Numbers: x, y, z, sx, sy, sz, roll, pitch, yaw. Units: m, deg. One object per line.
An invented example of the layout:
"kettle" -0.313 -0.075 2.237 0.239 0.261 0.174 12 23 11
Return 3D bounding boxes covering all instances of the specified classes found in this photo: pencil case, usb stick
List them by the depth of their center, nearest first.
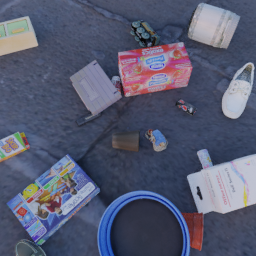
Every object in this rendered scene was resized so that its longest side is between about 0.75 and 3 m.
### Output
"pencil case" 2.968 1.293 10.715 0.395 0.431 0.951 3 61 -28
"usb stick" -1.634 -0.416 11.711 1.147 0.187 0.318 -26 65 -13

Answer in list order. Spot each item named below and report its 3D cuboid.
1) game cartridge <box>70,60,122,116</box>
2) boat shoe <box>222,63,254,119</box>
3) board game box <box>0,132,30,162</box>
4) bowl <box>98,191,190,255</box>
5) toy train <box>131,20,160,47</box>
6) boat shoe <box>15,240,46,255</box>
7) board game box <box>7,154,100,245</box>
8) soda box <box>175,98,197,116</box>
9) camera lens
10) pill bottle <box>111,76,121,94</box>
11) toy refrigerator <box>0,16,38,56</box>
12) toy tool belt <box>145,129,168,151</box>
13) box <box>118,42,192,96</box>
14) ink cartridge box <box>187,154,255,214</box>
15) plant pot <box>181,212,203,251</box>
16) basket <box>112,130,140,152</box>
"game cartridge" -1.431 -1.733 12.009 1.476 0.437 2.277 -36 63 4
"boat shoe" 4.744 -1.689 11.933 0.969 0.949 2.737 20 65 10
"board game box" -4.829 0.809 11.070 1.712 0.257 0.818 -25 66 -15
"bowl" 0.494 3.509 8.888 2.968 0.583 2.968 -5 76 20
"toy train" 0.814 -4.612 13.640 0.952 0.712 1.671 -20 62 -24
"boat shoe" -2.927 4.424 8.952 0.774 0.647 2.165 -41 70 -19
"board game box" -2.627 2.487 10.047 2.731 0.471 1.848 -39 69 -18
"soda box" 2.459 -0.891 11.863 0.888 0.281 0.314 36 64 22
"camera lens" 3.933 -4.776 13.124 2.060 1.648 1.648 22 65 11
"pill bottle" -0.542 -1.820 12.267 0.482 0.482 0.854 3 63 2
"toy refrigerator" -5.934 -4.244 13.204 2.961 1.036 1.124 -17 64 -9
"toy tool belt" 1.132 0.369 11.045 0.656 0.646 1.051 -27 66 -13
"box" 1.117 -2.520 12.107 2.903 1.386 1.447 -10 63 -5
"ink cartridge box" 3.640 1.994 9.845 2.689 0.905 1.575 -15 81 -8
"plant pot" 1.839 3.334 9.301 1.175 1.208 1.208 5 63 11
"basket" -0.070 0.492 10.983 1.028 0.699 0.927 2 55 5
